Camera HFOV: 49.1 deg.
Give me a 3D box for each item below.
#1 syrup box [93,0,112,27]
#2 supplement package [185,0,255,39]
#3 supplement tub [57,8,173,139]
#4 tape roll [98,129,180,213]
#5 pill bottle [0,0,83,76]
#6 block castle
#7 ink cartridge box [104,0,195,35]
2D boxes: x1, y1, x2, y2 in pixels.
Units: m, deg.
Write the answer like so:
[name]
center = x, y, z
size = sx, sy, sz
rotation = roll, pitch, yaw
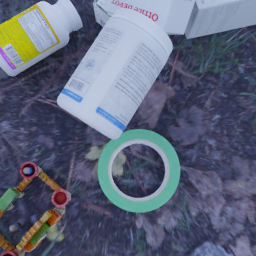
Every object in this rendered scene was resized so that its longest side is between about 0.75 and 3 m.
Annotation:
[syrup box]
center = 0.211, -3.949, 8.312
size = 0.982, 1.016, 2.495
rotation = 43, 82, 8
[supplement package]
center = 2.951, -3.897, 7.989
size = 2.778, 1.624, 1.630
rotation = -12, 79, -2
[supplement tub]
center = -0.271, -1.088, 5.957
size = 1.545, 1.545, 2.341
rotation = 33, 86, 6
[tape roll]
center = 0.287, 1.138, 7.571
size = 2.179, 0.524, 2.179
rotation = 0, 78, -1
[pill bottle]
center = -2.599, -2.642, 7.909
size = 2.534, 1.321, 1.321
rotation = -33, 81, -7
[block castle]
center = -2.673, 2.177, 7.073
size = 1.555, 1.091, 2.326
rotation = 39, 81, 7
[ink cartridge box]
center = 0.658, -3.483, 6.081
size = 1.777, 1.041, 2.459
rotation = 32, 119, 29
